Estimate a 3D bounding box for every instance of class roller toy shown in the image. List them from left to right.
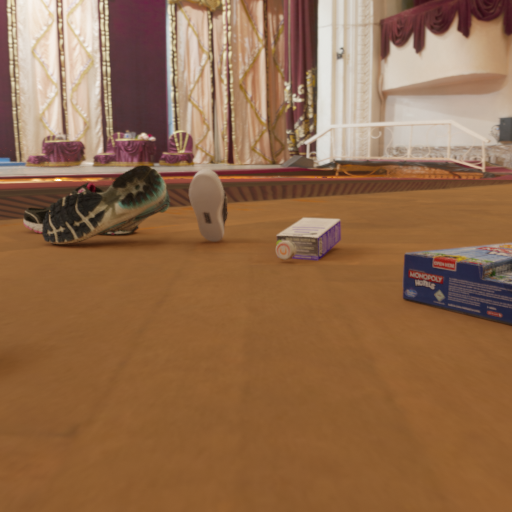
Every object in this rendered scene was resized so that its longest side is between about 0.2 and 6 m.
[{"bbox_3d":[0.589,-0.108,10.882,0.361,0.395,0.276,1,6,28],"label":"roller toy"}]

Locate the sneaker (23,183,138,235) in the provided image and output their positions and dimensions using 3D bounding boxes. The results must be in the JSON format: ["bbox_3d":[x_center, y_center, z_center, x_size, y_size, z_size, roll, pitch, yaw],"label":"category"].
[{"bbox_3d":[-4.664,-1.297,15.032,3.113,1.344,1.251,1,9,6],"label":"sneaker"}]

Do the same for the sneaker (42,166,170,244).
[{"bbox_3d":[-3.452,-0.886,13.199,3.132,1.215,1.352,-21,-26,4],"label":"sneaker"}]

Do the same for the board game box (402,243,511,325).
[{"bbox_3d":[3.765,0.322,7.891,2.376,0.733,2.377,-9,14,-38],"label":"board game box"}]

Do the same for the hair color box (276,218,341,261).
[{"bbox_3d":[1.149,-0.382,11.899,0.899,0.533,1.644,4,16,24],"label":"hair color box"}]

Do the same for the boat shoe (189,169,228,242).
[{"bbox_3d":[-1.003,-1.274,12.876,0.780,2.174,0.737,7,53,12],"label":"boat shoe"}]
